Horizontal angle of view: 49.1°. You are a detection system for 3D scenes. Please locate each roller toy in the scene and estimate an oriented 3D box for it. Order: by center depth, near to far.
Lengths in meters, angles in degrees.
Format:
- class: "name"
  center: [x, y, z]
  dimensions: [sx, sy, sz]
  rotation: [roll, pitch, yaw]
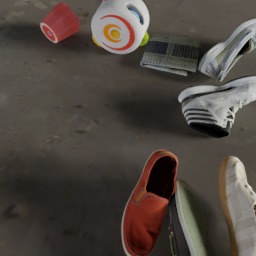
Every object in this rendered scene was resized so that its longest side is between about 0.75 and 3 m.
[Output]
- class: "roller toy"
  center: [-0.283, -3.404, 9.221]
  dimensions: [1.899, 1.732, 1.327]
  rotation: [13, 54, 10]

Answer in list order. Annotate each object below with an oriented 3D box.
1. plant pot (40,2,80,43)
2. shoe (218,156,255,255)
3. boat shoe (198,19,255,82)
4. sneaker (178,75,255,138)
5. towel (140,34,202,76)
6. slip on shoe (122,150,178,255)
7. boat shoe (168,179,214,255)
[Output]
- class: "plant pot"
  center: [-2.435, -3.637, 9.889]
  dimensions: [1.152, 1.152, 1.020]
  rotation: [33, 70, 23]
- class: "shoe"
  center: [2.346, 1.861, 5.493]
  dimensions: [0.741, 0.971, 2.776]
  rotation: [-15, 59, 33]
- class: "boat shoe"
  center: [3.539, -2.510, 9.029]
  dimensions: [2.892, 1.066, 0.927]
  rotation: [-36, 66, -20]
- class: "sneaker"
  center: [2.821, -0.465, 7.612]
  dimensions: [2.663, 1.005, 1.532]
  rotation: [-10, 62, 2]
- class: "towel"
  center: [1.518, -2.516, 9.509]
  dimensions: [1.873, 0.324, 1.804]
  rotation: [11, 50, 11]
- class: "slip on shoe"
  center: [0.464, 1.493, 5.633]
  dimensions: [0.845, 0.698, 2.281]
  rotation: [22, 76, -4]
- class: "boat shoe"
  center: [1.152, 2.209, 5.442]
  dimensions: [0.868, 0.733, 2.436]
  rotation: [22, 43, -37]
